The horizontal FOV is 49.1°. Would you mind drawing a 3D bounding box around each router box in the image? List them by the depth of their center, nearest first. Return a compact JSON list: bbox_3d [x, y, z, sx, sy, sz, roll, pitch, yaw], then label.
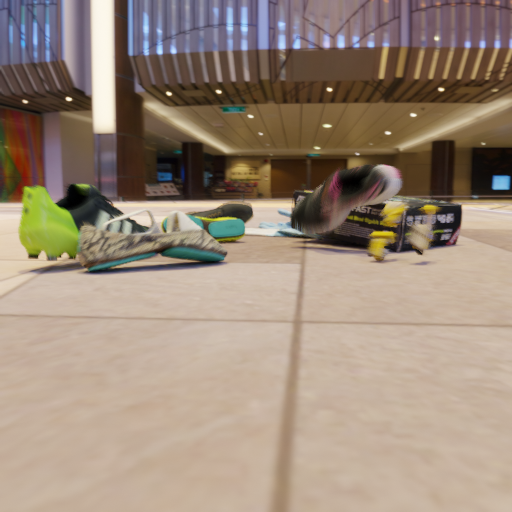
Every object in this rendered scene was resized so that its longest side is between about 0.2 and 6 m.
[{"bbox_3d":[2.834,-0.927,13.435,2.455,1.018,3.276,-5,14,-42],"label":"router box"}]

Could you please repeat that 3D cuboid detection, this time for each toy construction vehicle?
[{"bbox_3d":[2.689,-0.411,10.246,1.044,1.199,0.422,1,-30,34],"label":"toy construction vehicle"}]

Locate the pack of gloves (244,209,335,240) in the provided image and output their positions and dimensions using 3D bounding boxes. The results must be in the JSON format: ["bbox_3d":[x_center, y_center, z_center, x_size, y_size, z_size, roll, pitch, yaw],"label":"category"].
[{"bbox_3d":[1.250,-0.986,16.314,3.585,0.707,3.012,4,7,29],"label":"pack of gloves"}]

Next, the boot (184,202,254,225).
[{"bbox_3d":[-1.170,-0.922,15.730,2.211,0.856,1.529,-15,11,4],"label":"boot"}]

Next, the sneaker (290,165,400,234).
[{"bbox_3d":[1.658,-1.321,11.835,2.524,1.014,1.090,-30,-24,31],"label":"sneaker"}]

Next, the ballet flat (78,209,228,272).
[{"bbox_3d":[-1.690,-0.318,9.499,2.615,0.985,0.887,-4,-7,-30],"label":"ballet flat"}]

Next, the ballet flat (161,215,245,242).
[{"bbox_3d":[-1.310,-0.562,13.483,2.193,0.733,0.735,-1,-15,-28],"label":"ballet flat"}]

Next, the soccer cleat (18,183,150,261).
[{"bbox_3d":[-2.828,-0.605,10.194,1.102,1.323,3.264,4,3,26],"label":"soccer cleat"}]
